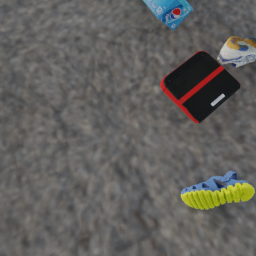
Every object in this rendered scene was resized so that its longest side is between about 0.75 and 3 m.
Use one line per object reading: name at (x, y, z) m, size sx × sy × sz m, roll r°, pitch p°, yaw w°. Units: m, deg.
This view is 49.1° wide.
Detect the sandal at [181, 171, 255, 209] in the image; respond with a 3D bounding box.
sandal at (2.251, 1.581, 7.248) m, size 1.773 × 0.705 × 0.772 m, roll -10°, pitch 36°, yaw 8°

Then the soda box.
soda box at (0.815, -4.322, 8.675) m, size 0.873 × 0.923 × 2.722 m, roll -43°, pitch 59°, yaw 26°

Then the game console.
game console at (1.995, -1.203, 7.806) m, size 1.827 × 0.284 × 1.616 m, roll -39°, pitch 80°, yaw -15°

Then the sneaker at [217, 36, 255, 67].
sneaker at (3.476, -2.235, 8.436) m, size 1.853 × 0.817 × 0.698 m, roll 0°, pitch 55°, yaw -26°
